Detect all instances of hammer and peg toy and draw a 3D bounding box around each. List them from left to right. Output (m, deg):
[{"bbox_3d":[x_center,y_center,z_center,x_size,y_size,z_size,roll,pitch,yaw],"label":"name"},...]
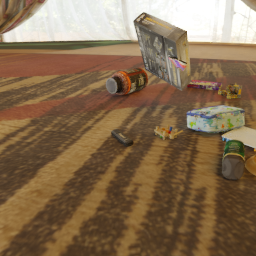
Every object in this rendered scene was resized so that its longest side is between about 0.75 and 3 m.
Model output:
[{"bbox_3d":[1.474,0.196,10.026,0.712,0.341,0.968,-9,24,-26],"label":"hammer and peg toy"}]

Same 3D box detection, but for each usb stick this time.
[{"bbox_3d":[-0.215,0.331,9.870,0.342,0.201,1.234,-11,25,-26],"label":"usb stick"}]

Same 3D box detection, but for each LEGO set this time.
[{"bbox_3d":[5.494,-2.095,15.064,0.992,0.747,1.290,-3,22,-7],"label":"LEGO set"}]

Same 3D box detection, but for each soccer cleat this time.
[{"bbox_3d":[1.804,-2.411,10.388,0.296,0.318,0.868,-9,37,-43],"label":"soccer cleat"}]

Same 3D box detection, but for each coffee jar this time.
[{"bbox_3d":[2.978,0.874,7.898,0.568,0.695,1.332,6,22,20],"label":"coffee jar"}]

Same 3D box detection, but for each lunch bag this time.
[{"bbox_3d":[3.298,-0.379,10.695,1.912,0.788,1.537,-9,13,-21],"label":"lunch bag"}]

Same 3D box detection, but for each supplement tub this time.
[{"bbox_3d":[-0.072,-2.555,15.488,1.293,1.293,2.417,19,29,38],"label":"supplement tub"}]

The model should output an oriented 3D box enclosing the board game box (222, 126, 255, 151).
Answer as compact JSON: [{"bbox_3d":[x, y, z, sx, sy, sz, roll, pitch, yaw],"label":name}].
[{"bbox_3d":[4.283,0.372,9.789,1.443,0.187,1.443,-18,28,-38],"label":"board game box"}]

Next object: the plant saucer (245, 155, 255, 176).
[{"bbox_3d":[4.136,1.063,8.013,1.440,0.255,1.440,0,22,0],"label":"plant saucer"}]

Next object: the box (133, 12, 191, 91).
[{"bbox_3d":[1.475,-3.132,11.653,0.693,2.865,2.269,-45,58,-13],"label":"box"}]

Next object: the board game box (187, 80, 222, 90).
[{"bbox_3d":[4.647,-2.612,16.999,1.888,0.305,1.133,10,20,24],"label":"board game box"}]
